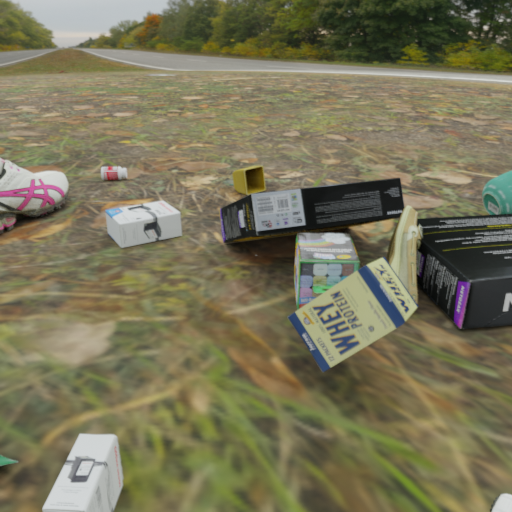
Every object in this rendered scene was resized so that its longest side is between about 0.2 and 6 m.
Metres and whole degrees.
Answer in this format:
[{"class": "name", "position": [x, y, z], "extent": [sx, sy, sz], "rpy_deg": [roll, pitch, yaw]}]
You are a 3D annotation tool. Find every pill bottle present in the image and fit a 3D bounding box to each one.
[{"class": "pill bottle", "position": [-4.167, -2.418, 16.445], "extent": [0.704, 0.395, 0.395], "rpy_deg": [-2, 24, -4]}]

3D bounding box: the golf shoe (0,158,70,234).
[{"class": "golf shoe", "position": [-5.638, -1.619, 13.173], "extent": [1.244, 1.578, 3.428], "rpy_deg": [6, 23, 18]}]

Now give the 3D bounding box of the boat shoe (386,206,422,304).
[{"class": "boat shoe", "position": [2.578, -0.006, 9.575], "extent": [0.602, 0.698, 1.915], "rpy_deg": [15, 56, 8]}]

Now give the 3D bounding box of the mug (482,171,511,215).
[{"class": "mug", "position": [5.797, -1.343, 12.841], "extent": [0.832, 1.106, 1.346], "rpy_deg": [-24, -8, -7]}]

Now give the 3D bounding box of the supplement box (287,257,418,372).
[{"class": "supplement box", "position": [1.278, 0.723, 7.248], "extent": [1.227, 0.824, 1.226], "rpy_deg": [-37, -10, 23]}]

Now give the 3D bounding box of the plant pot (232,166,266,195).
[{"class": "plant pot", "position": [-0.258, -2.097, 15.404], "extent": [0.706, 0.701, 0.722], "rpy_deg": [-20, 21, -37]}]

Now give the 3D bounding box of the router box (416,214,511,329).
[{"class": "router box", "position": [4.733, 0.114, 9.931], "extent": [3.699, 0.945, 2.759], "rpy_deg": [-3, 24, -8]}]

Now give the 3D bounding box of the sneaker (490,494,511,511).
[{"class": "sneaker", "position": [1.899, 2.743, 3.990], "extent": [1.004, 0.925, 2.509], "rpy_deg": [19, 30, 32]}]

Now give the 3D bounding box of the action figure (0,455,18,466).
[{"class": "action figure", "position": [-4.121, 2.299, 5.238], "extent": [1.784, 0.826, 3.020], "rpy_deg": [19, 33, 31]}]

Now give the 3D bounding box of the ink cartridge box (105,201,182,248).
[{"class": "ink cartridge box", "position": [-2.467, -0.719, 12.304], "extent": [1.388, 0.581, 1.007], "rpy_deg": [-13, 27, -28]}]

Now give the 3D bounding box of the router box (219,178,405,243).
[{"class": "router box", "position": [1.019, -0.875, 11.296], "extent": [3.065, 0.800, 2.410], "rpy_deg": [-8, 1, -17]}]

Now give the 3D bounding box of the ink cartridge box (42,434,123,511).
[{"class": "ink cartridge box", "position": [-1.609, 2.272, 5.319], "extent": [0.397, 0.691, 0.952], "rpy_deg": [1, 24, 3]}]

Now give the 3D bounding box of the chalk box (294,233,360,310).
[{"class": "chalk box", "position": [1.163, 0.353, 9.386], "extent": [0.986, 0.982, 1.586], "rpy_deg": [2, 25, 2]}]
